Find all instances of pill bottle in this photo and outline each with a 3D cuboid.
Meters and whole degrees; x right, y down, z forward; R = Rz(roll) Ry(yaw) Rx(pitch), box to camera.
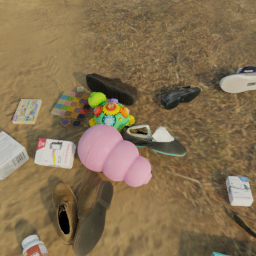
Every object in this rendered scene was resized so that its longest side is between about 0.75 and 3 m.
[{"bbox_3d":[-2.619,3.678,8.017,0.634,0.634,1.130,-26,52,-22],"label":"pill bottle"}]

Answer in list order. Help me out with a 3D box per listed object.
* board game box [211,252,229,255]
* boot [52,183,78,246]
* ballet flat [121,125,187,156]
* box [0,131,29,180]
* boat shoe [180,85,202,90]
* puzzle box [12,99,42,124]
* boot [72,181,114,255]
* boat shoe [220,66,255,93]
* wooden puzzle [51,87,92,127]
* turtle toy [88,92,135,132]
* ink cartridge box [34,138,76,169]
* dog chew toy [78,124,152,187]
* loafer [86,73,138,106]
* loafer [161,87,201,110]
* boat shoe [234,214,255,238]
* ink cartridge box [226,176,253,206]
[{"bbox_3d":[3.579,4.615,7.135,2.870,0.646,2.182,8,48,8],"label":"board game box"},{"bbox_3d":[-2.016,2.541,8.942,0.794,0.814,2.157,-15,49,-11],"label":"boot"},{"bbox_3d":[0.878,0.390,10.438,2.658,0.909,0.904,9,21,22],"label":"ballet flat"},{"bbox_3d":[-4.670,1.007,10.408,1.374,0.721,1.264,30,55,24],"label":"box"},{"bbox_3d":[3.004,-1.852,13.301,1.055,0.340,0.376,-8,48,-7],"label":"boat shoe"},{"bbox_3d":[-4.444,-0.745,12.392,0.942,0.180,1.415,0,48,1],"label":"puzzle box"},{"bbox_3d":[-1.265,2.811,8.868,0.934,0.911,2.476,-7,43,29],"label":"boot"},{"bbox_3d":[5.416,-2.394,13.517,2.516,0.939,1.167,-2,41,-13],"label":"boat shoe"},{"bbox_3d":[-2.433,-0.991,12.617,1.550,0.184,2.614,12,49,11],"label":"wooden puzzle"},{"bbox_3d":[-0.841,-0.648,11.652,1.628,1.129,2.233,-32,55,-26],"label":"turtle toy"},{"bbox_3d":[-2.685,0.938,10.381,1.292,0.553,0.954,5,74,6],"label":"ink cartridge box"},{"bbox_3d":[-0.398,1.049,9.835,2.750,1.713,1.713,31,54,16],"label":"dog chew toy"},{"bbox_3d":[-0.721,-1.873,13.014,2.638,0.963,0.941,26,48,10],"label":"loafer"},{"bbox_3d":[2.411,-1.521,12.712,1.973,0.718,0.713,-21,57,-19],"label":"loafer"},{"bbox_3d":[3.771,3.036,8.853,0.309,0.327,0.909,-31,64,-30],"label":"boat shoe"},{"bbox_3d":[3.801,2.152,9.587,0.674,0.395,0.920,2,46,2],"label":"ink cartridge box"}]
